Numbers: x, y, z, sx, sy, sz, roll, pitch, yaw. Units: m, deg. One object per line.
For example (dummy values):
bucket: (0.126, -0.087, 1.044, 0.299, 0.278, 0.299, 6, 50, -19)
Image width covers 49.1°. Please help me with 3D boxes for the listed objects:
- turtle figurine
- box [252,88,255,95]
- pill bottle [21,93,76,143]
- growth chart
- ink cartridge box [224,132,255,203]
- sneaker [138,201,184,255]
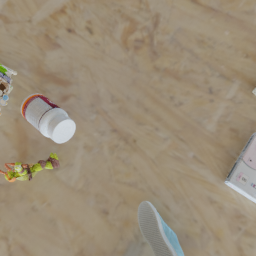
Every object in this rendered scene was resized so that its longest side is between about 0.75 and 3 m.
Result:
turtle figurine: (-2.305, 0.970, 6.584, 1.315, 1.630, 0.525, -18, 84, -26)
box: (3.854, -0.777, 7.373, 0.362, 0.435, 1.060, -41, 82, -15)
pill bottle: (-1.923, -0.237, 6.761, 1.384, 0.758, 0.758, 33, 79, 33)
growth chart: (-3.578, -0.980, 7.413, 1.159, 0.142, 1.602, 21, 80, 17)
ink cartridge box: (3.601, 1.219, 6.932, 1.868, 0.533, 1.518, 32, 80, 13)
sneaker: (0.784, 2.516, 6.690, 0.605, 0.670, 1.636, -40, 59, 26)
